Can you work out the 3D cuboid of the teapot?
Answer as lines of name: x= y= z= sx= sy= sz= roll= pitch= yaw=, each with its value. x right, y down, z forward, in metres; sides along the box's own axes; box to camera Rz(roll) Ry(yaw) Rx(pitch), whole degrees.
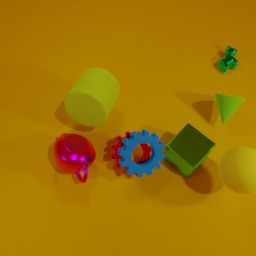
teapot: x=-1.590 y=0.736 z=7.935 sx=1.201 sy=0.946 sz=1.932 roll=0 pitch=43 yaw=-42

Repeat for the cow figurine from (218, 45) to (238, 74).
cow figurine: x=3.482 y=-2.433 z=9.840 sx=0.889 sy=0.488 sz=0.875 roll=-25 pitch=69 yaw=-9

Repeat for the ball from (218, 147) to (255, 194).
ball: x=2.806 y=1.029 z=6.848 sx=1.141 sy=1.141 sz=1.141 roll=0 pitch=63 yaw=0

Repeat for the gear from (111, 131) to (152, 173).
gear: x=0.121 y=0.691 z=8.007 sx=1.204 sy=0.223 sz=1.204 roll=1 pitch=97 yaw=5

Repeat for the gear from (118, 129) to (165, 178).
gear: x=0.374 y=0.691 z=7.539 sx=1.270 sy=0.235 sz=1.270 roll=-4 pitch=104 yaw=-17

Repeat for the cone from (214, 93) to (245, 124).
cone: x=2.952 y=-0.530 z=8.412 sx=0.891 sy=0.891 sz=0.895 roll=11 pitch=100 yaw=6

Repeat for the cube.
cube: x=1.709 y=0.666 z=7.956 sx=0.977 sy=0.977 sz=0.977 roll=40 pitch=70 yaw=18

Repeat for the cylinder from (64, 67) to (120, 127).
cylinder: x=-1.021 y=-0.907 z=8.171 sx=1.267 sy=1.267 sz=1.267 roll=15 pitch=46 yaw=7
